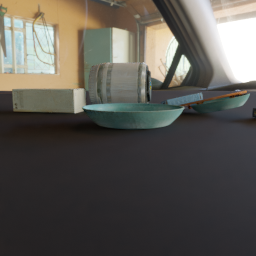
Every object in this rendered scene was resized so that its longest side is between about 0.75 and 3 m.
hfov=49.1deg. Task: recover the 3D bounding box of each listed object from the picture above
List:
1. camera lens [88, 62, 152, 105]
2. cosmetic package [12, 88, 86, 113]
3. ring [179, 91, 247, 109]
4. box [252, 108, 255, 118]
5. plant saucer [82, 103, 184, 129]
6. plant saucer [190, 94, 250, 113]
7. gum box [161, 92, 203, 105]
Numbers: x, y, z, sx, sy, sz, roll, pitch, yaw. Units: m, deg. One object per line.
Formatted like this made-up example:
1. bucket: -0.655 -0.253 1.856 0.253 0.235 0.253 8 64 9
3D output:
1. camera lens: -0.273 -1.860 12.466 2.570 2.055 2.055 1 9 8
2. cosmetic package: -3.227 -1.171 11.654 2.677 0.979 1.386 3 9 12
3. ring: 3.355 -1.078 11.570 2.959 0.284 2.959 -12 2 0
4. box: 5.089 -0.490 9.305 1.414 0.361 1.115 -4 11 -21
5. plant saucer: 0.143 -0.373 8.078 2.905 0.522 2.905 0 8 0
6. plant saucer: 3.536 -0.911 10.807 2.242 0.403 2.242 -12 4 1
7. gum box: 2.235 -1.145 11.821 1.471 0.328 1.250 -12 2 -5
